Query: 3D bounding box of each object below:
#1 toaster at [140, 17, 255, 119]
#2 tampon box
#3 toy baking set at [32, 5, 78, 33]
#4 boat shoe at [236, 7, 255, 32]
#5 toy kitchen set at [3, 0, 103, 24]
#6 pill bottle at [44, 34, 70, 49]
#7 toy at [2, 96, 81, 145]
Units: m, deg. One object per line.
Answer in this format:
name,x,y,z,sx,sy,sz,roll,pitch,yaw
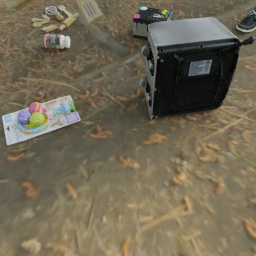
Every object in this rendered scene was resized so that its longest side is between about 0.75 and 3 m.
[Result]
toaster,1.916,-1.863,8.793,2.951,2.669,1.751,-9,47,-7
tampon box,1.130,-4.586,12.396,1.556,0.982,1.166,14,50,13
toy baking set,-3.483,-5.410,13.591,2.011,0.305,2.620,20,51,17
boat shoe,5.858,-5.201,13.102,2.346,0.793,0.842,-37,59,-27
toy kitchen set,-2.396,-3.877,8.633,2.444,2.205,1.994,-30,15,6
pill bottle,-2.982,-3.654,11.838,0.981,0.568,0.568,3,48,2
toy,-2.832,-0.444,8.962,2.329,0.550,1.341,-17,50,-15
